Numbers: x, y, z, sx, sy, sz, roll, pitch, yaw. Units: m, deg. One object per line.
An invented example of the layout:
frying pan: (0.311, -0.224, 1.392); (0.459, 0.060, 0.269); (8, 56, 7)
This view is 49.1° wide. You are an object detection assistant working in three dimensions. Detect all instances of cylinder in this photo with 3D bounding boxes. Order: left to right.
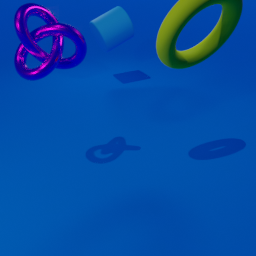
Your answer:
cylinder: (-0.610, -3.771, 10.742); (1.272, 1.272, 1.272); (-33, 38, -9)

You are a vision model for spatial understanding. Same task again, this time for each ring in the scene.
ring: (1.225, -1.693, 4.819); (1.658, 1.658, 0.332); (-17, 60, -27)

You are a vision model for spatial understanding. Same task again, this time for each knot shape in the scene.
knot shape: (-1.505, -1.586, 5.002); (1.352, 1.265, 0.625); (-23, 13, -8)
